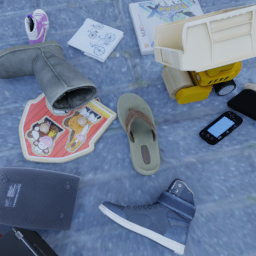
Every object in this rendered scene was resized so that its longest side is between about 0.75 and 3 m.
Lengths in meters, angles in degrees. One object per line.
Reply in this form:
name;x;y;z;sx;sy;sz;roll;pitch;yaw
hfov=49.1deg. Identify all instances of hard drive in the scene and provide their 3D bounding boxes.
hard drive;-2.417;1.832;7.256;2.224;0.471;1.500;6;64;3

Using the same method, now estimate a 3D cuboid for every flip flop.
flip flop;0.323;0.061;7.966;1.050;0.745;2.590;-9;64;-4

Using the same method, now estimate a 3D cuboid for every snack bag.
snack bag;-1.157;-3.111;9.841;1.568;0.168;1.478;25;66;11

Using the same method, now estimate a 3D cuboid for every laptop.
laptop;-2.065;3.179;5.737;1.955;2.088;1.210;40;74;17

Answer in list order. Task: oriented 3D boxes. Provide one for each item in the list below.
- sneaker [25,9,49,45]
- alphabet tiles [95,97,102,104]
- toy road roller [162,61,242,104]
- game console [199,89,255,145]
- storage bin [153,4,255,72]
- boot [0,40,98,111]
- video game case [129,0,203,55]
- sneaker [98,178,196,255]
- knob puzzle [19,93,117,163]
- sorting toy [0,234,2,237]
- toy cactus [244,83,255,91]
sneaker;-3.165;-3.709;9.692;0.617;0.971;1.704;-6;63;-1
alphabet tiles;-1.452;-0.396;8.579;1.474;0.056;1.232;-22;66;-10
toy road roller;2.254;-1.812;8.376;2.255;1.646;1.385;-14;65;-7
game console;3.128;-0.264;8.097;2.256;0.272;1.330;-37;37;-7
storage bin;1.816;-2.077;6.425;2.108;0.995;2.123;-15;21;-5
boot;-2.576;-1.423;8.293;2.578;1.029;2.835;-25;58;-12
video game case;1.507;-3.768;10.089;2.577;0.284;2.349;-10;64;-5
sneaker;0.566;1.863;6.937;2.270;0.863;1.641;24;77;1
knob puzzle;-2.038;-0.120;8.191;2.902;0.402;2.902;0;64;0
sorting toy;-2.784;2.994;6.303;2.023;1.216;0.830;10;63;31
toy cactus;4.129;-0.983;8.378;1.446;0.896;1.753;35;107;42
